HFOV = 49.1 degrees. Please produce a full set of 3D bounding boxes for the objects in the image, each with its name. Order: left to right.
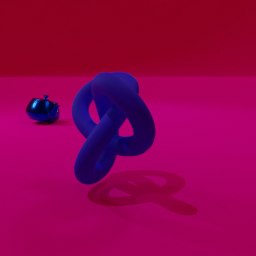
[{"bbox_3d":[-2.761,-0.659,9.299,1.118,0.880,1.798,7,8,-45],"label":"teapot"},{"bbox_3d":[-0.303,-0.182,3.986,0.805,1.743,1.631,10,45,-24],"label":"knot shape"}]
